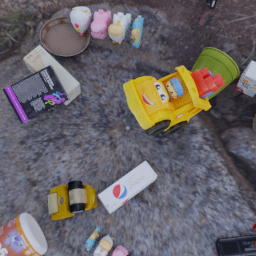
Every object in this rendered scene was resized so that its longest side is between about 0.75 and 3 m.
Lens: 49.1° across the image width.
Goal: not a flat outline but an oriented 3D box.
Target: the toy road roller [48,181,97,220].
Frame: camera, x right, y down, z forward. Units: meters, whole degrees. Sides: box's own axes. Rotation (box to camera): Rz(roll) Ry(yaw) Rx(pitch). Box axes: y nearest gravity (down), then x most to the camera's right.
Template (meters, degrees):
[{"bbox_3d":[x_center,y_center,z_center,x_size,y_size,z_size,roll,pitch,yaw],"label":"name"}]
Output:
[{"bbox_3d":[-1.569,2.141,8.275,1.445,1.055,0.888,-23,65,31],"label":"toy road roller"}]

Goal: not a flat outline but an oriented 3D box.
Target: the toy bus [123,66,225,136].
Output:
[{"bbox_3d":[1.469,-0.980,8.120,2.441,2.543,1.726,-29,74,28],"label":"toy bus"}]

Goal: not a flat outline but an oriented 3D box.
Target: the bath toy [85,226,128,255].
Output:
[{"bbox_3d":[-0.340,3.485,7.743,1.692,0.736,0.625,35,49,9],"label":"bath toy"}]

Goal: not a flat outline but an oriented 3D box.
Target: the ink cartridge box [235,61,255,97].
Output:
[{"bbox_3d":[4.309,-1.696,9.715,0.695,0.956,0.692,27,70,11],"label":"ink cartridge box"}]

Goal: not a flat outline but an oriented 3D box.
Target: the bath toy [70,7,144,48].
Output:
[{"bbox_3d":[-0.849,-3.676,10.211,2.776,1.026,1.207,16,37,15],"label":"bath toy"}]

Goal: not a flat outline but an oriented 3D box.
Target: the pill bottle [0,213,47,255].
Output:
[{"bbox_3d":[-3.413,3.377,7.435,2.222,1.247,1.247,-32,71,-12],"label":"pill bottle"}]

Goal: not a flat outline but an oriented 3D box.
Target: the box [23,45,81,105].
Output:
[{"bbox_3d":[-2.550,-1.775,9.579,1.931,0.917,0.751,44,76,5],"label":"box"}]

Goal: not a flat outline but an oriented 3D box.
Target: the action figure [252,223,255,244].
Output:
[{"bbox_3d":[4.634,3.042,7.802,2.239,0.579,0.732,9,56,-13],"label":"action figure"}]

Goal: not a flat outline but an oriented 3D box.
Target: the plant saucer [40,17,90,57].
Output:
[{"bbox_3d":[-2.384,-3.434,10.706,1.859,0.320,1.859,2,67,-6],"label":"plant saucer"}]

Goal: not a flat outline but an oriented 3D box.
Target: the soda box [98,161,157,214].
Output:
[{"bbox_3d":[0.000,1.787,8.465,1.790,0.570,0.610,-34,71,-13],"label":"soda box"}]

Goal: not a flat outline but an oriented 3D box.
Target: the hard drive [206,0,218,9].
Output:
[{"bbox_3d":[3.342,-5.766,11.399,0.276,1.018,1.458,-12,67,-5],"label":"hard drive"}]

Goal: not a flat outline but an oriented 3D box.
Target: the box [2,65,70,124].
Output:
[{"bbox_3d":[-2.874,-1.054,8.843,1.708,0.308,1.221,-27,92,0],"label":"box"}]

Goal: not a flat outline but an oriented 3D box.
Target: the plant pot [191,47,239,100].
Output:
[{"bbox_3d":[2.693,-1.682,9.557,1.505,1.505,1.449,40,84,15],"label":"plant pot"}]

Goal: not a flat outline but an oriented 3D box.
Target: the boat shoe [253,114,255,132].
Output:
[{"bbox_3d":[5.087,-0.791,9.352,0.944,0.959,2.576,33,72,13],"label":"boat shoe"}]

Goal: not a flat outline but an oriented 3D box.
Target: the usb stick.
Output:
[{"bbox_3d":[3.528,3.333,7.952,2.044,0.333,0.567,-6,61,-2],"label":"usb stick"}]
